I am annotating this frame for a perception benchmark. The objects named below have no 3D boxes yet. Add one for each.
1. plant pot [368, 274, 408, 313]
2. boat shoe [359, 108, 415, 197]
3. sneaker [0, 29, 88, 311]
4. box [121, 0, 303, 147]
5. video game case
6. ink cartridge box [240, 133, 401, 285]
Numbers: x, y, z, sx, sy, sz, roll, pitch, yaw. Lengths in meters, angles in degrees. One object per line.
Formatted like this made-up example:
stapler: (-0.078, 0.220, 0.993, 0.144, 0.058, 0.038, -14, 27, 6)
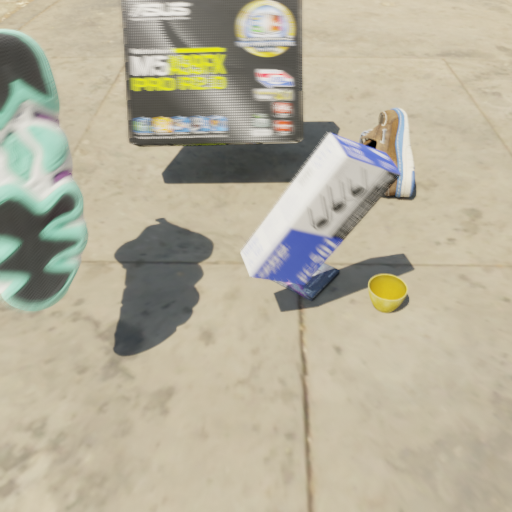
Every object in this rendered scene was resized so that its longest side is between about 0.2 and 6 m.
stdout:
plant pot: (2.374, 0.747, 10.254, 0.700, 0.497, 0.700, 0, 41, 0)
boat shoe: (3.144, -2.702, 13.854, 1.189, 1.186, 3.284, 2, 40, 5)
sneaker: (-3.252, -1.127, 8.015, 1.385, 3.562, 2.492, -4, 7, -20)
box: (-0.908, -3.992, 12.298, 3.836, 3.073, 0.849, -1, 9, 0)
video game case: (0.799, 0.299, 11.082, 1.397, 0.132, 0.998, 27, 47, 27)
ink cartridge box: (0.916, -0.608, 8.527, 1.178, 2.506, 0.554, 10, 42, -36)
